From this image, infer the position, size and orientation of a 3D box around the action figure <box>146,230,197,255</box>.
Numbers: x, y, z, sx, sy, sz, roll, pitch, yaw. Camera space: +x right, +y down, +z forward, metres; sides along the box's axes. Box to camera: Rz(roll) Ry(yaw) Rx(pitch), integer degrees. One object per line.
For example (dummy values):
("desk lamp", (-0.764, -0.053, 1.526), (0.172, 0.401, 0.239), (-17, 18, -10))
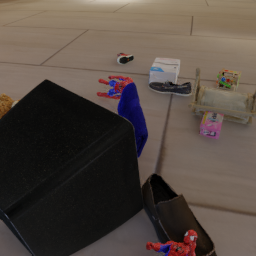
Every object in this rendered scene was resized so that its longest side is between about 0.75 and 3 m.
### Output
("action figure", (0.518, 2.603, 5.040), (0.774, 1.174, 2.372), (24, 51, 39))

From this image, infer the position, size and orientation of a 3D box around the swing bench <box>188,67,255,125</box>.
("swing bench", (3.517, -1.002, 10.249), (2.244, 1.464, 2.256), (11, -7, 18))

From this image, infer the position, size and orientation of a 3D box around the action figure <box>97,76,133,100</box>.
("action figure", (-0.503, -1.552, 10.857), (0.724, 0.917, 2.802), (12, 0, -31))

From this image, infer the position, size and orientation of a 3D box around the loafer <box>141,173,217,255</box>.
("loafer", (1.019, 2.033, 6.469), (0.959, 0.937, 2.627), (-18, 38, -24))

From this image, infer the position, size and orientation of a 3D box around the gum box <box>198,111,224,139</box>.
("gum box", (3.003, -0.110, 10.109), (0.690, 0.402, 1.216), (13, 36, 16))

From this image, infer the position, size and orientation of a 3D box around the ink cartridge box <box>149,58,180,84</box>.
("ink cartridge box", (1.869, -2.899, 13.937), (1.280, 0.737, 2.211), (8, 35, 12))

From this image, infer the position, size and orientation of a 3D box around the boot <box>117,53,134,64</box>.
("boot", (-0.411, -3.932, 15.737), (0.941, 0.472, 1.305), (23, 32, 31))

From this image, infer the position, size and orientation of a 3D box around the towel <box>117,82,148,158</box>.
("towel", (0.073, -0.218, 8.851), (0.512, 1.527, 2.068), (-3, 54, -14))

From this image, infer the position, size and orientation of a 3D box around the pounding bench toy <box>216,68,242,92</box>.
("pounding bench toy", (4.505, -2.123, 12.769), (0.958, 0.763, 1.228), (16, 37, 22))

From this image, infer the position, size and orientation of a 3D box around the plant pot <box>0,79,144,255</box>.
("plant pot", (-1.683, 1.109, 6.308), (2.966, 2.973, 2.638), (27, 51, 34))

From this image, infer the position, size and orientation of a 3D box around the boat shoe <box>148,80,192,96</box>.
("boat shoe", (1.891, -1.923, 12.596), (1.984, 0.622, 0.721), (13, 36, 18))

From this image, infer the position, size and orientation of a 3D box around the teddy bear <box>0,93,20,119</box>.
("teddy bear", (-4.836, -0.662, 10.568), (2.507, 0.837, 1.818), (12, 38, 18))
